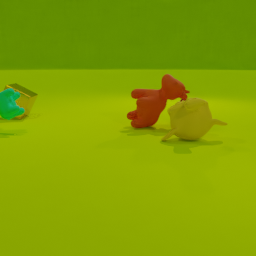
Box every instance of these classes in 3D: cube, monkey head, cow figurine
[{"bbox_3d":[-3.941,-0.967,10.025,0.916,0.916,0.916,27,11,-8],"label":"cube"},{"bbox_3d":[1.602,-0.218,6.908,1.728,1.041,1.243,-14,-2,-1],"label":"monkey head"},{"bbox_3d":[0.915,-0.770,8.426,1.681,1.708,0.938,-3,38,-21],"label":"cow figurine"},{"bbox_3d":[-3.596,-0.693,7.860,1.130,1.149,0.631,-22,-12,4],"label":"cow figurine"}]

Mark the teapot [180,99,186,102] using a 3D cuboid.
[{"bbox_3d":[1.917,-0.358,8.360,0.614,1.254,0.780,-29,-18,-8],"label":"teapot"}]
